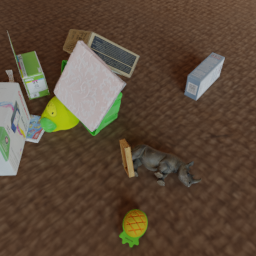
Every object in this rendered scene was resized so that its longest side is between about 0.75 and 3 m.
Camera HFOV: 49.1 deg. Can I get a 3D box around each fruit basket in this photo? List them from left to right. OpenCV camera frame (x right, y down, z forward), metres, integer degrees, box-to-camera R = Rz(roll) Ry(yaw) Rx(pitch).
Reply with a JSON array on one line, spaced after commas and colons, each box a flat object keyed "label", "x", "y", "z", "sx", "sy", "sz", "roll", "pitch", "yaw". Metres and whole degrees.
[{"label": "fruit basket", "x": -1.879, "y": -0.925, "z": 9.813, "sx": 2.746, "sy": 1.981, "sz": 2.746, "roll": 8, "pitch": 42, "yaw": -8}]

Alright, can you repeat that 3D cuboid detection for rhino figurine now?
[{"label": "rhino figurine", "x": 1.099, "y": 1.171, "z": 8.638, "sx": 2.394, "sy": 0.716, "sz": 1.047, "roll": 17, "pitch": 50, "yaw": 12}]

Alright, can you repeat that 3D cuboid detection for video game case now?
[{"label": "video game case", "x": -3.746, "y": -0.060, "z": 10.081, "sx": 1.564, "sy": 0.136, "sz": 1.118, "roll": 10, "pitch": 50, "yaw": 8}]

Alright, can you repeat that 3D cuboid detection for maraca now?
[{"label": "maraca", "x": 0.154, "y": 2.659, "z": 7.489, "sx": 0.665, "sy": 0.519, "sz": 0.970, "roll": 23, "pitch": 64, "yaw": 5}]

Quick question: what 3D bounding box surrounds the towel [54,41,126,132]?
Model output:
[{"label": "towel", "x": -1.255, "y": -1.241, "z": 8.611, "sx": 1.985, "sy": 2.079, "sz": 0.335, "roll": 44, "pitch": 33, "yaw": 11}]

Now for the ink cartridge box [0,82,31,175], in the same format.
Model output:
[{"label": "ink cartridge box", "x": -3.957, "y": 0.004, "z": 8.755, "sx": 1.067, "sy": 1.771, "sz": 2.438, "roll": -1, "pitch": 49, "yaw": -4}]

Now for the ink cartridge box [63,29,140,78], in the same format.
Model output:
[{"label": "ink cartridge box", "x": -1.031, "y": -2.720, "z": 10.087, "sx": 1.940, "sy": 0.884, "sz": 2.354, "roll": 19, "pitch": 9, "yaw": -33}]

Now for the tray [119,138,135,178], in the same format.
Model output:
[{"label": "tray", "x": -0.023, "y": 0.849, "z": 7.930, "sx": 0.185, "sy": 1.002, "sz": 0.494, "roll": -17, "pitch": 30, "yaw": -13}]

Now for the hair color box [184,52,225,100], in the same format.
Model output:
[{"label": "hair color box", "x": 3.089, "y": -2.102, "z": 11.291, "sx": 0.601, "sy": 0.981, "sz": 1.982, "roll": 32, "pitch": 56, "yaw": 25}]

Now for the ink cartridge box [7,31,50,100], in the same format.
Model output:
[{"label": "ink cartridge box", "x": -3.820, "y": -2.467, "z": 10.802, "sx": 0.832, "sy": 2.198, "sz": 1.624, "roll": -18, "pitch": 51, "yaw": -15}]

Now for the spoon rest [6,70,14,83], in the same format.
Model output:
[{"label": "spoon rest", "x": -4.827, "y": -1.800, "z": 11.513, "sx": 0.619, "sy": 0.378, "sz": 1.246, "roll": -10, "pitch": 63, "yaw": -7}]
